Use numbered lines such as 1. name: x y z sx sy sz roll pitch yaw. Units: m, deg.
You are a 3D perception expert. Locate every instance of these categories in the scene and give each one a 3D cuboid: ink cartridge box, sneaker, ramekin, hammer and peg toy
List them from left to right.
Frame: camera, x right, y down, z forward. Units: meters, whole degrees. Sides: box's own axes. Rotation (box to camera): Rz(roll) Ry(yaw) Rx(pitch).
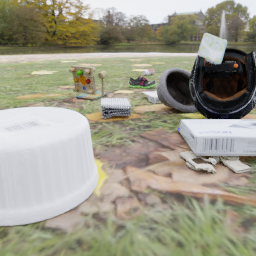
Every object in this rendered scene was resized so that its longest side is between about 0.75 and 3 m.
1. ramekin: -2.003 0.503 5.556 2.779 1.355 2.779 0 18 0
2. hammer and peg toy: -1.281 -1.496 8.995 1.301 0.957 0.459 14 31 34
3. sneaker: 0.828 -2.635 16.018 1.626 0.681 0.624 1 18 4
4. ink cartridge box: 1.460 -1.459 13.111 1.186 0.369 1.474 -6 15 -17
5. ink cartridge box: 2.813 0.108 7.612 2.619 0.533 2.624 0 13 -1

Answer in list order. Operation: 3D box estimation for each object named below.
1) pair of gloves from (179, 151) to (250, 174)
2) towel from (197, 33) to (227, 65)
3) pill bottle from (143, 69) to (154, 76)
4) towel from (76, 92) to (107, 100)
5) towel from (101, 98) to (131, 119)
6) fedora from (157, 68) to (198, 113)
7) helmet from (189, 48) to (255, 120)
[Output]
1. pair of gloves: 2.020 0.738 6.623 1.349 0.237 1.147 -2 18 -8
2. towel: 2.875 -2.691 9.596 0.863 1.008 0.243 19 -12 -2
3. pill bottle: 1.532 -4.179 21.004 0.823 0.462 0.462 -13 22 -34
4. towel: -1.768 -1.583 13.748 1.022 0.151 1.393 7 21 22
5. towel: -0.473 -0.750 10.599 1.116 0.577 1.348 0 17 -6
6. fedora: 2.019 -1.426 11.445 2.149 1.901 0.970 10 -21 -26
7. helmet: 3.298 -1.501 9.571 2.605 2.605 2.484 6 6 18
